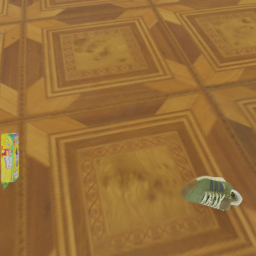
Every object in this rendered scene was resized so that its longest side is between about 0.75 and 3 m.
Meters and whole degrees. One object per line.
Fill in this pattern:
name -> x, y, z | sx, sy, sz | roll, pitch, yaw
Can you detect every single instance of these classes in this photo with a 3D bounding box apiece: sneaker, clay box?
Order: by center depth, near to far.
sneaker -> 1.930, 1.480, 6.179 | 1.659, 0.556, 0.745 | 6, 26, -42
clay box -> -2.832, 0.774, 6.758 | 0.306, 0.740, 1.288 | -1, 91, -13
